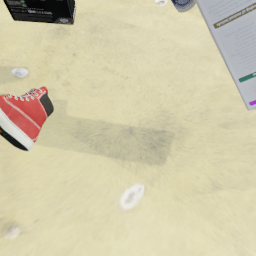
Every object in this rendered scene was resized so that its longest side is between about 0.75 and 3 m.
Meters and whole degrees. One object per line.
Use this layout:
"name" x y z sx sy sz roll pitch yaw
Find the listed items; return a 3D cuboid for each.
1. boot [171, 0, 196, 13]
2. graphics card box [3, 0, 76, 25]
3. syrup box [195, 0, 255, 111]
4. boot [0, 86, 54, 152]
"boot" 0.987 -2.725 5.672 0.390 0.484 1.071 -37 37 13
"graphics card box" -2.321 -3.692 6.689 1.769 2.820 0.717 3 70 1
"syrup box" 2.196 -1.894 5.175 1.215 2.984 1.175 -21 31 27
"boot" -1.961 -0.509 4.781 0.591 1.631 1.176 7 58 31
